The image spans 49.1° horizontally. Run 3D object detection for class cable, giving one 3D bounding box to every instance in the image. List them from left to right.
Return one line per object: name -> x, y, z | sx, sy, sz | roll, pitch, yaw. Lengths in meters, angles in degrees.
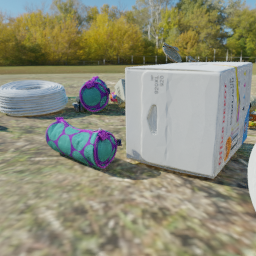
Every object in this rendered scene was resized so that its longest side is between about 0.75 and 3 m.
cable -> -3.980, -1.316, 11.782 | 2.841, 0.984, 2.841 | 2, 21, 6

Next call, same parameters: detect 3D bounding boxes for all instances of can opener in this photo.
can opener -> -2.193, -1.075, 12.299 | 0.418, 0.524, 1.568 | -4, 14, -14

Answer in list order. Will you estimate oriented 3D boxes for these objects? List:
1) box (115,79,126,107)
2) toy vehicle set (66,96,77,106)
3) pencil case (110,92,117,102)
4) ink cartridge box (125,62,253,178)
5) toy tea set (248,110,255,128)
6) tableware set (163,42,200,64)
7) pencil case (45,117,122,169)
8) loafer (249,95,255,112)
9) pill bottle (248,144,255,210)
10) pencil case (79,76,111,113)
box -> 0.836, -1.722, 13.274 | 2.736, 1.124, 0.936 | -8, -12, -23
toy vehicle set -> -3.394, -1.337, 13.917 | 2.136, 0.283, 1.327 | -2, 14, -8
pencil case -> -0.284, -1.483, 14.012 | 1.336, 0.590, 0.590 | 14, 19, 41
ink cartridge box -> 1.410, -0.408, 6.100 | 1.898, 1.932, 2.624 | 8, 18, 33
toy tea set -> 3.953, -0.326, 9.214 | 0.816, 0.508, 1.373 | 7, 15, 27
tableware set -> 2.578, -2.569, 12.400 | 2.369, 0.329, 2.836 | 23, 46, -27
pencil case -> -1.020, 0.284, 6.010 | 1.763, 0.815, 0.750 | 12, 14, 41
loafer -> 4.467, -1.195, 12.027 | 2.353, 0.890, 0.803 | 12, 12, 39
pill bottle -> 3.019, 0.587, 3.257 | 2.763, 1.514, 1.514 | -2, 14, -8
pencil case -> -1.472, -1.589, 12.626 | 1.267, 1.376, 2.977 | -7, 13, -4
